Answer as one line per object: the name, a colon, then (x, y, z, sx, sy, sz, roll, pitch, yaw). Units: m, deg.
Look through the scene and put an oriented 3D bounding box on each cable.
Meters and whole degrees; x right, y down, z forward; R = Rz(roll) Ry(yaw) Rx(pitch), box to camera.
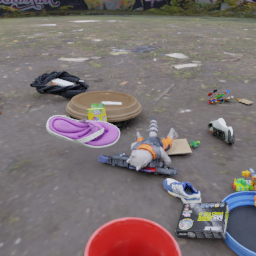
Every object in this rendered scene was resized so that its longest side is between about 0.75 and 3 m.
cable: (-3.249, -2.155, 13.210, 2.660, 0.676, 2.170, -4, 38, -26)

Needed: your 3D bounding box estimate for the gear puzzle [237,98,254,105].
gear puzzle: (5.210, -1.187, 12.608, 0.413, 0.104, 0.797, -17, 29, -25)

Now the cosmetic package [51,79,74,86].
cosmetic package: (-3.128, -1.920, 13.441, 1.208, 0.613, 0.430, 19, 34, 34)

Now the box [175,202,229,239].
box: (1.589, 1.946, 5.949, 1.009, 0.223, 0.808, -13, 24, 32)

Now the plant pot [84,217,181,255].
plant pot: (0.071, 2.398, 4.425, 1.450, 1.283, 1.450, 0, 27, 0)

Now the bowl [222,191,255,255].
bowl: (2.881, 2.110, 5.943, 1.930, 0.379, 1.930, 0, 27, 0)

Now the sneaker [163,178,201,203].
sneaker: (1.362, 1.496, 6.980, 0.453, 0.531, 1.204, -21, 33, -32)

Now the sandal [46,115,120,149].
sandal: (-1.146, 0.083, 7.491, 2.008, 0.493, 0.817, 7, 68, -17)

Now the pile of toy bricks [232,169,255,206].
pile of toy bricks: (2.884, 1.427, 6.846, 0.649, 0.729, 1.315, -2, 17, 4)

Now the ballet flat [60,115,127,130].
ballet flat: (-1.383, -0.364, 10.280, 2.668, 0.758, 0.887, 0, 25, -1)

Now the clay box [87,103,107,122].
clay box: (-1.002, -0.265, 9.234, 0.613, 1.067, 0.254, -1, 13, 35)

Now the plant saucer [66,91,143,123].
plant saucer: (-0.906, -0.920, 10.826, 2.953, 0.435, 2.953, 2, 23, -1)

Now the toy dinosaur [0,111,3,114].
toy dinosaur: (-5.941, -1.155, 12.255, 0.942, 1.795, 1.628, -41, 2, 12)

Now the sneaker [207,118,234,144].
sneaker: (3.201, 0.159, 9.606, 0.619, 0.577, 1.562, -10, 22, 0)

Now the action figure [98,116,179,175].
action figure: (0.348, 0.531, 8.174, 2.353, 1.231, 2.276, 5, 19, 11)

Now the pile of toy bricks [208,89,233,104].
pile of toy bricks: (4.076, -1.389, 12.635, 1.131, 0.628, 0.558, -14, -10, -5)

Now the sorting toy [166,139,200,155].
sorting toy: (1.708, 0.627, 8.996, 1.358, 0.200, 1.004, -4, 23, 0)
